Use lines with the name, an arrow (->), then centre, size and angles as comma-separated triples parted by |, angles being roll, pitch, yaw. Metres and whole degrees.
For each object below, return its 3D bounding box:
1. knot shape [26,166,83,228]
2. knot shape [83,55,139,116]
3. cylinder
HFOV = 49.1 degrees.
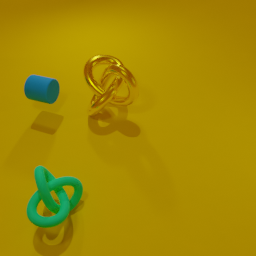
knot shape -> -1.642, 1.579, 6.562 | 1.342, 0.663, 1.434 | 14, 56, -45
knot shape -> -0.510, -1.320, 8.727 | 1.942, 0.959, 2.076 | 9, 87, 35
cylinder -> -2.654, -1.198, 8.678 | 0.785, 0.785, 0.785 | 13, 48, 14
